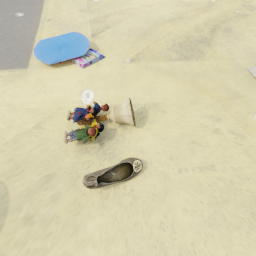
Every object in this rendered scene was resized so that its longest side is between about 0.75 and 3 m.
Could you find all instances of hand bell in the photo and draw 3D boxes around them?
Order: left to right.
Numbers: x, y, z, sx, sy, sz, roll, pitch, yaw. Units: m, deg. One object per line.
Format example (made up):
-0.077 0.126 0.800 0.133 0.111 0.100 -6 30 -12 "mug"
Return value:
-0.721 -0.333 8.649 1.776 0.925 0.925 -10 45 6 "hand bell"

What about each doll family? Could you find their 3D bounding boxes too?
-1.177 -0.220 8.357 1.148 0.779 1.986 -14 51 13 "doll family"

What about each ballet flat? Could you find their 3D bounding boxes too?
-0.305 1.143 7.036 1.707 0.396 0.575 -12 90 -29 "ballet flat"

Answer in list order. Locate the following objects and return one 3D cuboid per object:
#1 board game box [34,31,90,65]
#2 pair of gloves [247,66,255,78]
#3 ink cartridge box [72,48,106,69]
-2.676 -3.157 11.559 2.286 0.445 1.806 -19 53 -10 "board game box"
5.329 -2.097 10.633 1.275 0.223 1.084 -8 46 -7 "pair of gloves"
-1.586 -2.882 11.398 1.234 0.259 0.737 -34 55 -31 "ink cartridge box"
